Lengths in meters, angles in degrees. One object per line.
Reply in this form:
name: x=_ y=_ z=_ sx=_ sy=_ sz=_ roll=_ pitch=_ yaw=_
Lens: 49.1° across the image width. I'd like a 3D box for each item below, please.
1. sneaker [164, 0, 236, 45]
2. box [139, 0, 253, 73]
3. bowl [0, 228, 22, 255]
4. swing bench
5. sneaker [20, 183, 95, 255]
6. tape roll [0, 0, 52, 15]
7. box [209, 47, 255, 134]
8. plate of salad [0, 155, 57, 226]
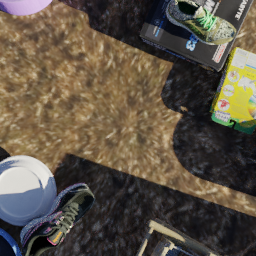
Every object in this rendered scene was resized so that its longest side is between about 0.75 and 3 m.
sneaker: x=2.165 y=-3.232 z=8.358 sx=2.311 sy=1.024 sz=0.889 roll=26 pitch=96 yaw=3
box: x=2.258 y=-3.719 z=9.205 sx=2.903 sy=0.727 sz=2.925 roll=26 pitch=95 yaw=3
bowl: x=-4.657 y=4.394 z=8.548 sx=2.956 sy=0.580 sz=2.956 roll=0 pitch=84 yaw=0
swing bench: x=1.265 y=4.262 z=7.773 sx=2.527 sy=1.639 sz=2.513 roll=24 pitch=82 yaw=18
sneaker: x=-2.009 y=2.881 z=8.294 sx=2.711 sy=1.170 sz=1.089 roll=-44 pitch=112 yaw=0
tape roll: x=-3.728 y=-5.268 z=9.518 sx=2.618 sy=0.859 sz=2.618 roll=0 pitch=84 yaw=0
box: x=3.723 y=-1.171 z=9.183 sx=1.496 sy=0.617 sz=2.551 roll=22 pitch=81 yaw=2
plate of salad: x=-3.324 y=1.962 z=8.858 sx=2.238 sy=0.538 sz=2.238 roll=0 pitch=93 yaw=4
